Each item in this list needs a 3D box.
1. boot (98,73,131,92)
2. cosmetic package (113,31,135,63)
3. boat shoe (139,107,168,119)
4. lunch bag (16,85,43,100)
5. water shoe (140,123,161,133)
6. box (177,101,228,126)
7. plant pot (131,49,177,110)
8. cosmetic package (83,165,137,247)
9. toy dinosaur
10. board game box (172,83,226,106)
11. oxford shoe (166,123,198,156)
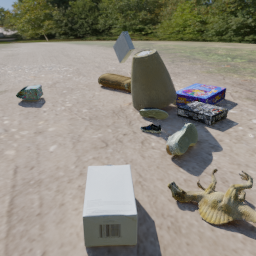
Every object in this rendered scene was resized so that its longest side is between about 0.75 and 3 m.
[{"bbox_3d":[-0.069,-3.130,18.022,2.911,0.963,2.549,19,29,41],"label":"boot"},{"bbox_3d":[-0.213,-3.797,13.269,0.326,0.952,1.262,-15,-10,-28],"label":"cosmetic package"},{"bbox_3d":[1.220,-0.716,12.692,1.360,0.508,0.451,2,33,29],"label":"boat shoe"},{"bbox_3d":[-5.412,-1.944,15.382,1.222,0.745,1.041,-4,21,2],"label":"lunch bag"},{"bbox_3d":[0.913,-0.038,11.229,0.881,0.348,0.315,7,23,18],"label":"water shoe"},{"bbox_3d":[3.381,-0.726,12.771,1.419,0.448,1.800,-20,30,-40],"label":"box"},{"bbox_3d":[1.050,-2.466,13.647,2.314,2.470,2.314,-13,28,7],"label":"plant pot"},{"bbox_3d":[-0.418,1.671,6.466,1.138,0.818,2.017,-1,21,-2],"label":"cosmetic package"},{"bbox_3d":[2.404,1.762,6.618,2.908,0.846,1.470,11,39,42],"label":"toy dinosaur"},{"bbox_3d":[3.850,-1.732,15.004,1.840,0.613,2.736,17,28,35],"label":"board game box"},{"bbox_3d":[1.909,0.380,9.801,0.621,0.809,2.151,-19,7,37],"label":"oxford shoe"}]
